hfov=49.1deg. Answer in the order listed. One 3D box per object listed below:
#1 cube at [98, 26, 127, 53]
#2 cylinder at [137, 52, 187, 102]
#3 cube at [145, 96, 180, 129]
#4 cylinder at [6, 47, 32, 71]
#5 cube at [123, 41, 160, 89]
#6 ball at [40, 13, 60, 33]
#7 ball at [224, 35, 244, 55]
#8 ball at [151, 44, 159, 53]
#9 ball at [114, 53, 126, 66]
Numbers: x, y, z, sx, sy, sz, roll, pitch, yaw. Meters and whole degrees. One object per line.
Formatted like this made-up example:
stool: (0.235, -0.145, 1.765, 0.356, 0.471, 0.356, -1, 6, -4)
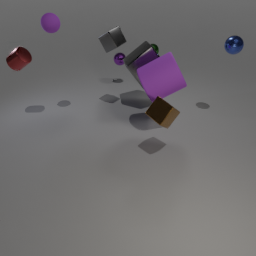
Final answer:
cube: (-0.632, -3.610, 11.444, 0.700, 0.700, 0.700, -10, 25, 47)
cylinder: (1.246, -1.854, 10.328, 1.400, 1.400, 1.400, -26, 27, 14)
cube: (1.127, -0.498, 9.065, 0.700, 0.700, 0.700, 42, 11, 28)
cylinder: (-4.233, -2.682, 10.889, 0.700, 0.700, 0.700, -26, 18, 30)
cube: (0.782, -2.841, 12.626, 1.400, 1.400, 1.400, -37, 25, 10)
ball: (-2.812, -3.809, 10.161, 0.700, 0.700, 0.700, 0, 30, 0)
ball: (4.063, -3.179, 10.737, 0.700, 0.700, 0.700, 0, 30, 0)
ball: (1.323, -4.188, 15.113, 0.700, 0.700, 0.700, 0, 30, 0)
ball: (-0.446, -3.806, 15.457, 0.700, 0.700, 0.700, 0, 30, 0)
